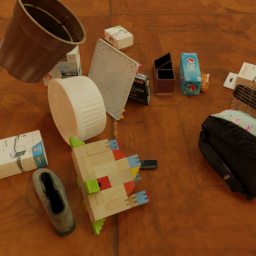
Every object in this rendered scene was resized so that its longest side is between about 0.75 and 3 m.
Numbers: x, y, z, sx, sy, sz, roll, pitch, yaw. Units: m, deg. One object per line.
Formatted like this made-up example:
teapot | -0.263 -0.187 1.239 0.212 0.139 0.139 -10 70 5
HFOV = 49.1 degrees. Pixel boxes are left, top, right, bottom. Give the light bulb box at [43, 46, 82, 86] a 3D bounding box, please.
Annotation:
light bulb box | -2.901 -2.752 12.093 1.618 1.632 1.019 -1 46 -1

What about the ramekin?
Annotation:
ramekin | -1.731 -0.638 9.564 1.146 2.350 2.350 -20 48 -29

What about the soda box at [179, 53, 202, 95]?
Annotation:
soda box | 2.726 -2.430 12.383 0.723 0.764 2.253 3 45 3

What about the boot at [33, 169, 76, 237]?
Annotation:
boot | -2.111 1.658 7.710 0.818 1.578 2.415 -23 49 -21

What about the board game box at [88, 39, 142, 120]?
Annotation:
board game box | -0.667 -1.880 10.840 0.305 2.359 2.358 -11 41 -44

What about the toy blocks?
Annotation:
toy blocks | -0.424 1.349 7.958 1.830 1.338 2.677 -14 74 -21

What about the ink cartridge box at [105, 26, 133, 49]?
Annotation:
ink cartridge box | -0.487 -4.839 14.936 0.990 0.571 1.360 -24 50 -23

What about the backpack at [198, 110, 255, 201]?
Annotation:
backpack | 3.495 0.581 8.682 1.657 2.184 2.618 -10 39 -38

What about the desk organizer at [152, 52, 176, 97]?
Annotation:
desk organizer | 1.554 -2.400 12.278 0.813 0.872 2.266 0 45 0

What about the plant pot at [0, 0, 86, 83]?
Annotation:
plant pot | -3.010 -2.846 9.198 2.327 2.303 2.327 33 35 -27

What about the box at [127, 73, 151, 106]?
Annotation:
box | 0.163 -1.665 11.104 1.478 1.467 0.367 22 63 20

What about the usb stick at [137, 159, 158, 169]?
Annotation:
usb stick | 0.343 1.192 9.159 1.283 0.209 0.356 -1 53 -1

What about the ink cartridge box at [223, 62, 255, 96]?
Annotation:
ink cartridge box | 5.397 -2.075 12.055 2.165 0.734 1.256 21 49 20

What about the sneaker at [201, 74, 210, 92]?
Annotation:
sneaker | 3.313 -1.942 12.242 0.451 0.427 1.170 -4 36 28

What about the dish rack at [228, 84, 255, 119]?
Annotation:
dish rack | 4.075 -0.361 9.232 0.632 2.316 1.776 -31 53 -24

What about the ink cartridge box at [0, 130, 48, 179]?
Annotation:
ink cartridge box | -3.548 0.847 9.178 1.563 0.671 1.145 -14 47 -16
